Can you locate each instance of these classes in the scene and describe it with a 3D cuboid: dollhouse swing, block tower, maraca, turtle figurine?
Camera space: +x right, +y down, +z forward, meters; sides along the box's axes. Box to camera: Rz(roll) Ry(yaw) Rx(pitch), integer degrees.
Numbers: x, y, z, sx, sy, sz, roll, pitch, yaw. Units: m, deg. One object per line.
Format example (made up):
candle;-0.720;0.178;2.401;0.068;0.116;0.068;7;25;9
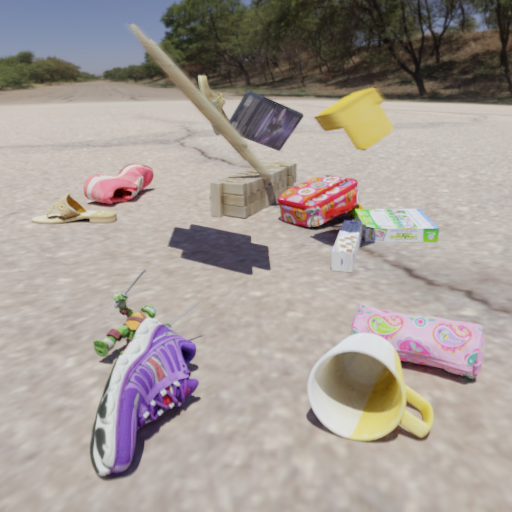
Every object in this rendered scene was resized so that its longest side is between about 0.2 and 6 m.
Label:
dollhouse swing;1.894;-2.552;10.746;1.030;0.906;0.936;-35;19;-17
block tower;0.030;-1.866;15.325;0.979;0.915;3.387;10;23;28
maraca;2.466;-1.161;14.138;0.471;0.368;0.687;26;19;20
turtle figurine;-1.634;0.875;7.680;1.196;0.861;1.160;-28;20;35

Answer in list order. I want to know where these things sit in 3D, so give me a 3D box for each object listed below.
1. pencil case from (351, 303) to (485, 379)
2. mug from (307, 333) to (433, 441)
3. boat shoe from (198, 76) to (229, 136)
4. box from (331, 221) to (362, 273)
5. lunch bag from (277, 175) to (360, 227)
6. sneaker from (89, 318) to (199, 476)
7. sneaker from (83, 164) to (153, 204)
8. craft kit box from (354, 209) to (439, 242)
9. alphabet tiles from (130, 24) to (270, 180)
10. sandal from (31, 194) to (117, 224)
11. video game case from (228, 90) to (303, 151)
pencil case;2.088;1.125;7.424;1.743;0.762;0.762;8;21;22
mug;1.273;1.495;6.417;1.044;1.303;1.070;-28;1;21
boat shoe;-1.038;-3.877;14.266;0.539;1.624;0.601;-17;43;5
box;1.890;-0.232;11.558;0.416;0.446;2.152;5;22;14
lunch bag;1.622;-1.334;13.742;1.855;0.760;1.634;-30;32;-31
sneaker;-1.163;1.487;6.304;0.947;0.916;2.271;20;28;-2
sneaker;-3.668;-1.913;15.921;1.049;0.891;2.418;28;34;26
craft kit box;3.207;-0.727;13.033;1.623;0.399;1.644;3;20;1
alphabet tiles;-0.921;-2.625;10.025;0.104;3.296;2.743;-43;5;3
sandal;-4.509;-1.209;13.848;2.097;0.690;0.769;1;20;2
video game case;0.200;-3.274;13.720;1.619;1.156;0.154;14;41;-30
